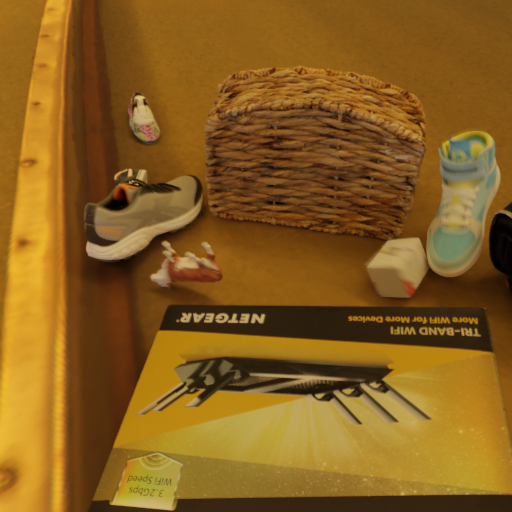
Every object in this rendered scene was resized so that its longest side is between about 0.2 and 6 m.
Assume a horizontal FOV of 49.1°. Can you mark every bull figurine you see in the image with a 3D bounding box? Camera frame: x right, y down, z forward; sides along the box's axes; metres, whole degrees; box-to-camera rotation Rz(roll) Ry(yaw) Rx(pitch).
[{"bbox_3d":[-1.230,0.179,9.562,1.358,0.824,0.442,-2,41,22],"label":"bull figurine"}]

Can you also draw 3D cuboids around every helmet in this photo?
[{"bbox_3d":[5.508,-0.063,8.783,2.875,3.016,3.016,-17,42,6],"label":"helmet"}]

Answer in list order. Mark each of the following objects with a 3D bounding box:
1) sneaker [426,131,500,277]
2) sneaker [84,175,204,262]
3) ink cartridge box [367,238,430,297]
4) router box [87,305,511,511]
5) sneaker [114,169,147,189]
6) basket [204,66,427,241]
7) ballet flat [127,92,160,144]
[{"bbox_3d":[3.382,-1.017,9.448,0.995,1.633,2.502,8,63,32],"label":"sneaker"},{"bbox_3d":[-2.035,-0.988,10.686,1.102,1.182,2.982,13,34,30],"label":"sneaker"},{"bbox_3d":[2.489,0.199,9.762,0.645,0.648,0.892,-3,32,46],"label":"ink cartridge box"},{"bbox_3d":[0.626,2.218,6.774,4.458,1.164,3.505,-1,41,13],"label":"router box"},{"bbox_3d":[-2.694,-1.346,11.741,0.610,0.603,1.537,4,30,-3],"label":"sneaker"},{"bbox_3d":[1.218,-2.501,11.272,4.103,2.928,3.057,9,43,9],"label":"basket"},{"bbox_3d":[-2.902,-3.589,14.189,0.679,0.699,1.963,-9,42,-17],"label":"ballet flat"}]
